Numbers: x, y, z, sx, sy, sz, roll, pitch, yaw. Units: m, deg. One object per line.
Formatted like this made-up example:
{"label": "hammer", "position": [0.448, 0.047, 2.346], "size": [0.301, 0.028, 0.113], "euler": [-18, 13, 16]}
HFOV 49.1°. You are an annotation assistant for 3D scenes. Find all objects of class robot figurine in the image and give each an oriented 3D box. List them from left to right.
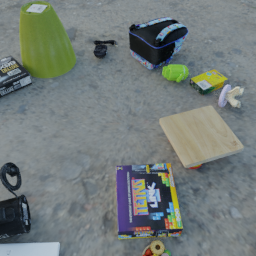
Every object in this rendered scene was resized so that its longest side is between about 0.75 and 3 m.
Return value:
{"label": "robot figurine", "position": [2.204, -2.531, 12.775], "size": [1.226, 0.709, 1.076], "euler": [-2, 29, -14]}

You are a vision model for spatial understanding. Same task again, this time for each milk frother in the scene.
{"label": "milk frother", "position": [-3.857, 2.142, 7.913], "size": [1.777, 1.705, 1.889], "euler": [-11, 53, -10]}

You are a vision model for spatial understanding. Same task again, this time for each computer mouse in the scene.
{"label": "computer mouse", "position": [-1.135, -4.028, 14.426], "size": [1.274, 0.418, 1.815], "euler": [-4, 39, -4]}

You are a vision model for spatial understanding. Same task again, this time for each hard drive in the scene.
{"label": "hard drive", "position": [-2.858, 3.737, 7.483], "size": [1.880, 0.238, 1.240], "euler": [-1, 48, -1]}

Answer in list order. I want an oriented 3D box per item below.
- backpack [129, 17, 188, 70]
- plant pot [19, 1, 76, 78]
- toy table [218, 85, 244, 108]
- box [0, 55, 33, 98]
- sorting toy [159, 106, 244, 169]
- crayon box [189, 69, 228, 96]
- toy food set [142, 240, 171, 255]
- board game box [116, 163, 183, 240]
{"label": "backpack", "position": [1.568, -4.293, 13.739], "size": [2.534, 1.705, 2.314], "euler": [-32, 55, -25]}
{"label": "plant pot", "position": [-3.891, -4.222, 12.953], "size": [2.614, 2.794, 2.614], "euler": [0, 48, 0]}
{"label": "toy table", "position": [4.288, -1.286, 11.592], "size": [0.676, 1.062, 1.155], "euler": [14, 65, 34]}
{"label": "box", "position": [-5.875, -2.163, 12.544], "size": [2.494, 0.621, 1.967], "euler": [-32, 55, -25]}
{"label": "sorting toy", "position": [2.535, 0.403, 10.138], "size": [2.193, 0.768, 2.207], "euler": [-14, 50, -12]}
{"label": "crayon box", "position": [3.642, -2.081, 12.649], "size": [1.454, 0.369, 0.923], "euler": [-23, 52, -19]}
{"label": "toy food set", "position": [0.790, 3.558, 7.679], "size": [0.799, 0.194, 0.791], "euler": [-28, 54, -24]}
{"label": "board game box", "position": [0.567, 2.176, 8.633], "size": [1.843, 0.632, 2.229], "euler": [-2, 48, -3]}
